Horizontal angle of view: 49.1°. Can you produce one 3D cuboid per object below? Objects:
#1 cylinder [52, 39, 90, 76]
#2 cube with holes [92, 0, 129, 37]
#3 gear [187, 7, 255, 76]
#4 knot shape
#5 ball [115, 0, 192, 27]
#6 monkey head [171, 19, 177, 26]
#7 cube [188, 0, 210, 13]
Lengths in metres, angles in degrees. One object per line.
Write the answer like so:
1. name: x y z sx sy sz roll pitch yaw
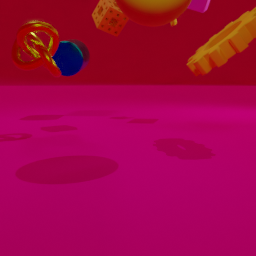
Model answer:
1. cylinder: -2.176 -2.676 10.584 1.246 1.246 1.246 1 21 4
2. cube with holes: -0.512 -3.293 8.233 0.716 0.716 0.716 11 44 -37
3. gear: 2.051 -1.790 5.860 1.765 0.327 1.765 -40 11 9
4. knot shape: -2.291 -1.878 6.824 1.365 1.459 0.674 7 42 24
5. ball: 0.420 -2.405 4.587 1.400 1.400 1.400 0 9 0
6. monkey head: 1.508 -4.299 10.635 1.151 0.828 0.694 -35 32 -30
7. cube: 2.460 -4.617 9.823 0.815 0.815 0.815 23 35 12
